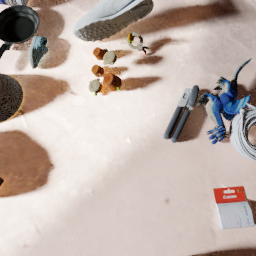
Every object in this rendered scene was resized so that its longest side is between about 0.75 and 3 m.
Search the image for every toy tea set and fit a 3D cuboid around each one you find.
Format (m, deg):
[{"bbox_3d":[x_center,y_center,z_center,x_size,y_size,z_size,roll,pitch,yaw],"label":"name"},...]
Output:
[{"bbox_3d":[-0.713,-1.941,9.500,1.090,0.678,1.832,-9,70,29],"label":"toy tea set"}]

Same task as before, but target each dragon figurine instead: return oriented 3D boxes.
[{"bbox_3d":[3.215,-0.797,8.822,2.963,0.872,1.473,-42,75,-13],"label":"dragon figurine"}]

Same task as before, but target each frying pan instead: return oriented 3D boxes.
[{"bbox_3d":[-3.964,-3.195,9.952,1.678,0.451,2.774,-4,71,-1],"label":"frying pan"}]

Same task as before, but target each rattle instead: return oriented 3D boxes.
[{"bbox_3d":[0.392,-2.901,9.591,0.573,0.629,0.880,-43,97,-15],"label":"rattle"}]

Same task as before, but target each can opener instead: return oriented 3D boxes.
[{"bbox_3d":[1.715,-0.505,8.823,0.526,0.659,1.971,25,72,9],"label":"can opener"}]

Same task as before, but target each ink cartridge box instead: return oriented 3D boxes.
[{"bbox_3d":[3.004,2.258,8.009,0.927,0.325,1.141,-4,74,-1],"label":"ink cartridge box"}]

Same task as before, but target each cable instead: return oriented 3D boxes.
[{"bbox_3d":[3.833,0.203,8.425,1.610,0.558,1.611,21,82,-8],"label":"cable"}]

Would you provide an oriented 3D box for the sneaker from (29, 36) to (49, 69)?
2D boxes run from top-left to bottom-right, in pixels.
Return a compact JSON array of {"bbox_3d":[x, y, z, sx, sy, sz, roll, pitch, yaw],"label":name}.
[{"bbox_3d":[-3.070,-2.657,9.718,0.548,0.494,1.338,-1,70,5],"label":"sneaker"}]

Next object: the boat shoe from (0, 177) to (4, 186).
[{"bbox_3d":[-4.608,0.969,8.195,0.906,0.956,2.523,-42,84,-18],"label":"boat shoe"}]

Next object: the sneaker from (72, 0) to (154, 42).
[{"bbox_3d":[-0.612,-3.983,9.578,2.922,1.116,1.176,-23,77,8],"label":"sneaker"}]

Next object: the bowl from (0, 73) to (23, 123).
[{"bbox_3d":[-4.429,-1.134,8.945,1.882,0.883,1.882,0,69,-1],"label":"bowl"}]

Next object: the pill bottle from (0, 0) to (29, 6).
[{"bbox_3d":[-4.480,-4.983,10.415,1.381,0.799,0.799,11,70,5],"label":"pill bottle"}]
